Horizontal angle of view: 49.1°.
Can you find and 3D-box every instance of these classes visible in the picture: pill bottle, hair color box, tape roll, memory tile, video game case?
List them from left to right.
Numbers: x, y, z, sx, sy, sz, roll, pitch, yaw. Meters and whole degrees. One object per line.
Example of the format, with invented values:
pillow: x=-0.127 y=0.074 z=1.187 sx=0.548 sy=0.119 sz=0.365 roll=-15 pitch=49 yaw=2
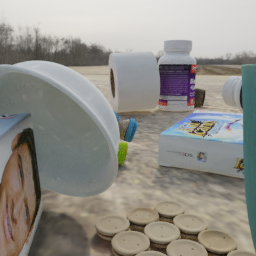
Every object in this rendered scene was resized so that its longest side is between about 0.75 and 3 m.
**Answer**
hair color box: x=-1.298 y=0.730 z=2.098 sx=0.783 sy=1.279 sz=2.584 roll=-4 pitch=13 yaw=-7
tape roll: x=0.160 y=-1.742 z=10.619 sx=1.535 sy=2.235 sz=2.235 roll=-6 pitch=14 yaw=-11
memory tile: x=0.457 y=1.176 z=2.799 sx=1.177 sy=0.129 sz=1.536 roll=-7 pitch=14 yaw=-28
pill bottle: x=1.946 y=-2.084 z=11.207 sx=1.501 sy=2.694 sz=1.501 roll=0 pitch=13 yaw=0
video game case: x=2.343 y=0.223 z=5.749 sx=2.639 sy=0.662 sz=2.912 roll=5 pitch=14 yaw=26
pill bottle: x=4.767 y=-1.163 z=9.689 sx=1.569 sy=1.569 sz=2.817 roll=-8 pitch=15 yaw=-32

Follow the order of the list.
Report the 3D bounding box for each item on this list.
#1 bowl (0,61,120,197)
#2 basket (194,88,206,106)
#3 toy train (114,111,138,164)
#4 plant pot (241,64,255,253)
bowl: x=-0.844 y=-0.081 z=3.416 sx=1.878 sy=1.878 sz=0.844 roll=5 pitch=40 yaw=22
basket: x=2.720 y=-1.409 z=12.445 sx=1.295 sy=0.881 sz=1.167 roll=10 pitch=38 yaw=22
toy train: x=-0.571 y=0.376 z=5.122 sx=1.255 sy=0.918 sz=2.169 roll=17 pitch=38 yaw=-2
plant pot: x=1.847 y=0.538 z=1.733 sx=2.298 sy=1.844 sz=2.298 roll=0 pitch=13 yaw=0
